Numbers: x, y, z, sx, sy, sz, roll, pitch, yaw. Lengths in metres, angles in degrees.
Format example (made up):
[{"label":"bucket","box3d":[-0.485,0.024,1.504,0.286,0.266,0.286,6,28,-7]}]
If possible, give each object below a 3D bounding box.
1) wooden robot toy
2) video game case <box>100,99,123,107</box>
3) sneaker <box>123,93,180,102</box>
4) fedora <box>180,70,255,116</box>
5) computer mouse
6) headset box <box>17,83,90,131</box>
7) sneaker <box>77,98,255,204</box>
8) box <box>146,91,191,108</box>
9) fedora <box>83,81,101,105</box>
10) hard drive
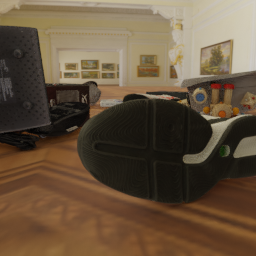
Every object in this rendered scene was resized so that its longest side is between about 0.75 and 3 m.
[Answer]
[{"label":"wooden robot toy","box3d":[2.601,-0.675,8.206,2.494,1.099,1.132,2,21,14]},{"label":"video game case","box3d":[-0.377,-1.174,13.035,1.790,0.233,1.967,-1,9,-5]},{"label":"sneaker","box3d":[0.847,-0.847,9.882,2.080,0.694,1.115,3,9,-1]},{"label":"fedora","box3d":[3.278,-1.124,9.471,2.974,1.343,2.631,-3,6,21]},{"label":"computer mouse","box3d":[-1.927,-0.049,5.910,1.634,0.536,2.327,8,24,21]},{"label":"headset box","box3d":[-2.721,-0.619,7.322,2.899,1.087,2.155,-6,11,-29]},{"label":"sneaker","box3d":[0.407,0.250,3.506,2.649,1.000,1.524,3,-2,-34]},{"label":"box","box3d":[1.814,-1.099,11.157,1.839,0.725,1.298,7,9,35]},{"label":"fedora","box3d":[-1.754,-1.488,12.880,0.665,1.302,1.473,36,29,19]},{"label":"hard drive","box3d":[-2.730,-0.779,4.765,2.666,1.798,0.564,-5,20,-5]}]
